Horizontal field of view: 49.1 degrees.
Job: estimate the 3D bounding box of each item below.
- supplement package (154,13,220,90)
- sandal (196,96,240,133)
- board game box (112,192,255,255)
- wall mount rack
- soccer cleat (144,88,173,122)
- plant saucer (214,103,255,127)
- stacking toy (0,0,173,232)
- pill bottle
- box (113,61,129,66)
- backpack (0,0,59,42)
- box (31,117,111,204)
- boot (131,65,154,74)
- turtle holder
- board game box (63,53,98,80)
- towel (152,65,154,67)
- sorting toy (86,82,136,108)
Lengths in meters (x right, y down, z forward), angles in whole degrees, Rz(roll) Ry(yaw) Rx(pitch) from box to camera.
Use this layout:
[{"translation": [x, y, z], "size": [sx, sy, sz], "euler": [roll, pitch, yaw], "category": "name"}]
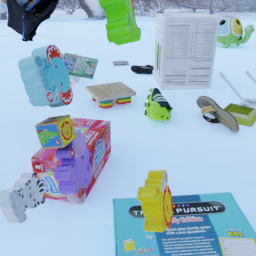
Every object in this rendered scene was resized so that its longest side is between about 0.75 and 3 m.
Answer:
[{"translation": [2.199, -3.109, 11.273], "size": [2.028, 2.692, 2.043], "euler": [-2, 26, -3], "category": "supplement package"}, {"translation": [2.465, -0.377, 8.114], "size": [0.499, 0.742, 1.847], "euler": [-35, 38, 0], "category": "sandal"}, {"translation": [0.805, 1.855, 3.399], "size": [1.909, 0.594, 2.529], "euler": [-2, 26, -4], "category": "board game box"}, {"translation": [4.512, -1.359, 9.483], "size": [2.677, 0.998, 2.326], "euler": [-9, 18, -34], "category": "wall mount rack"}, {"translation": [0.963, -0.712, 8.826], "size": [0.821, 0.684, 2.025], "euler": [19, 26, -4], "category": "soccer cleat"}, {"translation": [3.389, -0.467, 8.611], "size": [1.104, 0.265, 1.105], "euler": [18, 31, 32], "category": "plant saucer"}, {"translation": [-0.586, -0.078, 2.540], "size": [1.701, 2.256, 0.530], "euler": [-5, 19, 21], "category": "stacking toy"}, {"translation": [-3.123, -2.470, 11.650], "size": [2.095, 1.253, 1.253], "euler": [3, 26, 8], "category": "pill bottle"}, {"translation": [-0.396, -3.470, 14.964], "size": [0.788, 0.157, 0.539], "euler": [-5, 26, -11], "category": "box"}, {"translation": [-2.416, -3.178, 7.022], "size": [1.499, 1.213, 1.574], "euler": [-50, 14, -21], "category": "backpack"}, {"translation": [-1.041, 0.558, 5.729], "size": [0.945, 0.905, 1.896], "euler": [6, 26, 12], "category": "box"}, {"translation": [0.712, -2.836, 13.409], "size": [1.074, 0.388, 0.811], "euler": [11, 25, 10], "category": "boot"}, {"translation": [7.112, -6.711, 19.592], "size": [2.114, 1.975, 2.782], "euler": [-6, 26, -14], "category": "turtle holder"}, {"translation": [-1.286, -1.623, 7.319], "size": [0.900, 0.131, 0.606], "euler": [12, 62, 2], "category": "board game box"}, {"translation": [1.859, -2.921, 13.756], "size": [1.093, 0.223, 1.493], "euler": [-2, 26, -6], "category": "towel"}, {"translation": [-0.614, -1.128, 9.731], "size": [1.366, 0.478, 1.375], "euler": [-12, 28, -22], "category": "sorting toy"}]
